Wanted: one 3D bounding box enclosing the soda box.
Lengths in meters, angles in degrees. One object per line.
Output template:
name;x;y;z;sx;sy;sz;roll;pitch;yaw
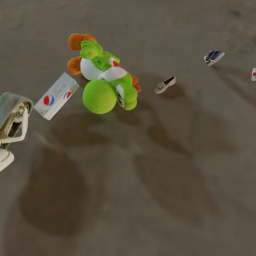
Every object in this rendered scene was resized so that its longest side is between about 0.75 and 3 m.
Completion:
soda box;-2.068;-0.910;8.139;0.468;0.437;1.374;39;85;13

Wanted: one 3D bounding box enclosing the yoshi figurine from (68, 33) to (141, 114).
yoshi figurine;-0.962;-1.427;7.821;1.647;1.653;2.941;-48;54;9

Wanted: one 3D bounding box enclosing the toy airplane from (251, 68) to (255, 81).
toy airplane;4.126;-1.518;8.181;0.982;0.977;0.693;-8;83;-29

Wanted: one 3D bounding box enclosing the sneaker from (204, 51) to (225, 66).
sneaker;2.695;-2.262;8.896;0.354;0.904;0.359;-44;94;-12

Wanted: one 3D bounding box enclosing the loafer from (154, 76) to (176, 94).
loafer;1.156;-1.378;8.763;0.795;0.250;0.286;-33;67;-15

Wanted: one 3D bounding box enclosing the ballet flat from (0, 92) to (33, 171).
ballet flat;-3.145;0.371;6.874;0.950;1.005;2.982;11;59;2
